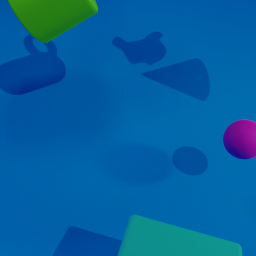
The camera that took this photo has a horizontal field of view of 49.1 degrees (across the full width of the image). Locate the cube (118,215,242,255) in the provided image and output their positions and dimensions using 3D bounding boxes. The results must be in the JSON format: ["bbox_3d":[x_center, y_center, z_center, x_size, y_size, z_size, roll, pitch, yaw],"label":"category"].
[{"bbox_3d":[0.458,2.115,3.281,1.362,1.362,1.362,13,40,8],"label":"cube"}]

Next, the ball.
[{"bbox_3d":[2.193,0.218,5.308,0.752,0.752,0.752,0,58,0],"label":"ball"}]

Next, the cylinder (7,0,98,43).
[{"bbox_3d":[-1.517,-2.649,5.676,1.347,1.347,1.347,-26,58,12],"label":"cylinder"}]
